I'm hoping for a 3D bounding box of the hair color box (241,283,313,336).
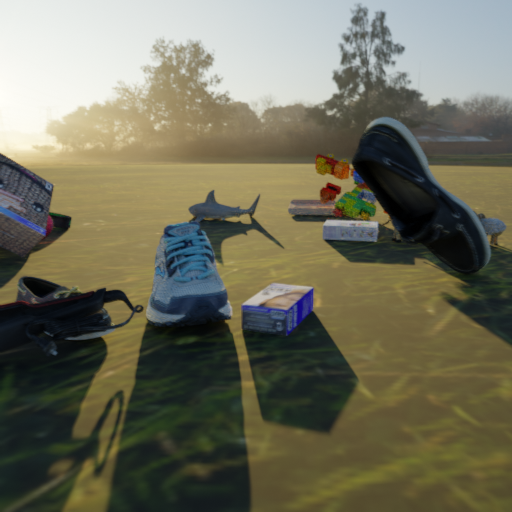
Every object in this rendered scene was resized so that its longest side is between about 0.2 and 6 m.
[{"bbox_3d":[0.295,0.654,7.133,0.600,0.356,1.098,5,15,21],"label":"hair color box"}]

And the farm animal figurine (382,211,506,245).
[{"bbox_3d":[4.133,-0.792,12.323,1.971,1.028,1.950,-7,14,-29],"label":"farm animal figurine"}]

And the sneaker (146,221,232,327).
[{"bbox_3d":[-1.001,0.156,7.489,1.044,1.161,2.691,-4,12,-15],"label":"sneaker"}]

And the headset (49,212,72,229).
[{"bbox_3d":[-5.861,-0.879,13.888,2.403,1.129,1.484,11,3,-28],"label":"headset"}]

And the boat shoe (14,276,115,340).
[{"bbox_3d":[-2.398,0.619,6.863,1.737,0.519,0.621,9,15,37],"label":"boat shoe"}]

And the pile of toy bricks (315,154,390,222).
[{"bbox_3d":[2.816,-1.605,15.858,3.202,1.777,1.581,25,51,27],"label":"pile of toy bricks"}]

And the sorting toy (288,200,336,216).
[{"bbox_3d":[1.780,-1.463,17.449,1.524,0.300,1.647,1,16,6],"label":"sorting toy"}]

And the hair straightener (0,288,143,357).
[{"bbox_3d":[-2.214,0.830,6.038,2.173,0.445,0.836,-8,40,-31],"label":"hair straightener"}]

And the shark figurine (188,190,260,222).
[{"bbox_3d":[-0.988,-1.456,15.975,2.141,0.893,1.279,-1,13,6],"label":"shark figurine"}]

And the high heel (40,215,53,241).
[{"bbox_3d":[-5.523,-0.736,11.974,2.422,0.816,1.162,10,1,28],"label":"high heel"}]

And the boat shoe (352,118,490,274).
[{"bbox_3d":[2.621,-0.715,9.064,1.163,3.113,1.032,-12,31,53],"label":"boat shoe"}]

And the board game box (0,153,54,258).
[{"bbox_3d":[-4.780,-0.999,10.886,1.271,0.772,1.595,34,30,-37],"label":"board game box"}]

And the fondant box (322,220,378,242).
[{"bbox_3d":[2.197,-0.589,13.009,1.226,0.357,0.884,2,12,13],"label":"fondant box"}]
